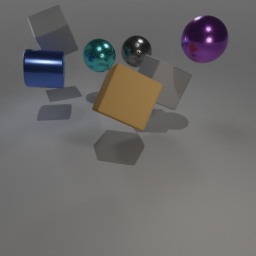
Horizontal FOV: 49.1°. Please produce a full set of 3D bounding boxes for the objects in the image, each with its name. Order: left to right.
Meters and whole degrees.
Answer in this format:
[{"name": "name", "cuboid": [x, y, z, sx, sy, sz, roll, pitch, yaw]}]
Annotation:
[{"name": "cylinder", "cuboid": [-3.126, -2.227, 10.605, 1.400, 1.400, 1.400, 1, 30, -11]}, {"name": "cube", "cuboid": [-3.056, -3.881, 11.541, 1.400, 1.400, 1.400, -24, 60, -4]}, {"name": "ball", "cuboid": [-1.223, -3.082, 11.946, 1.400, 1.400, 1.400, 0, 31, 0]}, {"name": "cube", "cuboid": [-0.077, -0.875, 8.117, 1.400, 1.400, 1.400, 23, 0, -14]}, {"name": "ball", "cuboid": [0.386, -3.467, 12.711, 1.400, 1.400, 1.400, 0, 31, 0]}, {"name": "cube", "cuboid": [1.175, -1.676, 10.236, 1.400, 1.400, 1.400, 19, 14, -26]}, {"name": "ball", "cuboid": [2.322, -2.683, 8.531, 1.400, 1.400, 1.400, 0, 31, 0]}]
